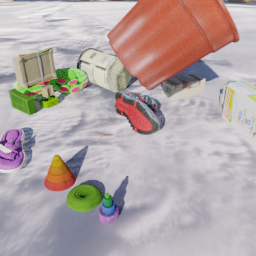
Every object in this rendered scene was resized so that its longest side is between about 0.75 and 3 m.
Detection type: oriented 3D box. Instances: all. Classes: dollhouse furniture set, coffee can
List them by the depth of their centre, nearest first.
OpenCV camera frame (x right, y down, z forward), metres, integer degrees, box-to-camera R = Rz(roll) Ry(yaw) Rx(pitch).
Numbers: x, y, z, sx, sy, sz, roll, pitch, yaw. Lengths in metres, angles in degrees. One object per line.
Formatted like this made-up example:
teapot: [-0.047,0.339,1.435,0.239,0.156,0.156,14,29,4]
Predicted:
dollhouse furniture set: [-3.226,-1.666,9.414,1.028,2.049,1.342,24,40,32]
coffee can: [-0.970,-2.366,11.347,1.386,1.386,1.894,-25,38,-37]

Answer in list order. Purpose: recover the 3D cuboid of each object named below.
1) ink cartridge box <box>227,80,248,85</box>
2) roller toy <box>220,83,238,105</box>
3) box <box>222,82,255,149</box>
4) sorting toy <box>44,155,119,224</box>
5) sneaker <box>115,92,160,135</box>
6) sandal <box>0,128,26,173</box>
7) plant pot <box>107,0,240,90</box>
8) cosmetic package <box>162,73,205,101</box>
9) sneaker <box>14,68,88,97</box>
ink cartridge box: [4.281,-1.450,10.682,0.729,0.439,1.003,-1,28,0]
roller toy: [3.680,-1.141,9.539,0.983,0.753,1.078,-1,9,-31]
box: [3.856,-0.375,8.019,1.289,1.161,2.291,-5,30,-9]
sorting toy: [-1.018,1.139,5.792,2.129,0.733,0.738,24,37,37]
sneaker: [0.487,-0.634,8.715,1.164,0.966,2.436,-11,32,-22]
sandal: [-3.092,0.455,7.240,0.807,0.487,1.983,-9,31,-16]
plant pot: [0.885,-2.173,6.401,2.231,2.294,2.294,-37,24,18]
cosmetic package: [2.129,-1.578,10.693,1.485,0.648,0.767,-16,33,-26]
sneaker: [-2.956,-1.897,10.849,2.800,1.074,1.173,-8,34,-17]
